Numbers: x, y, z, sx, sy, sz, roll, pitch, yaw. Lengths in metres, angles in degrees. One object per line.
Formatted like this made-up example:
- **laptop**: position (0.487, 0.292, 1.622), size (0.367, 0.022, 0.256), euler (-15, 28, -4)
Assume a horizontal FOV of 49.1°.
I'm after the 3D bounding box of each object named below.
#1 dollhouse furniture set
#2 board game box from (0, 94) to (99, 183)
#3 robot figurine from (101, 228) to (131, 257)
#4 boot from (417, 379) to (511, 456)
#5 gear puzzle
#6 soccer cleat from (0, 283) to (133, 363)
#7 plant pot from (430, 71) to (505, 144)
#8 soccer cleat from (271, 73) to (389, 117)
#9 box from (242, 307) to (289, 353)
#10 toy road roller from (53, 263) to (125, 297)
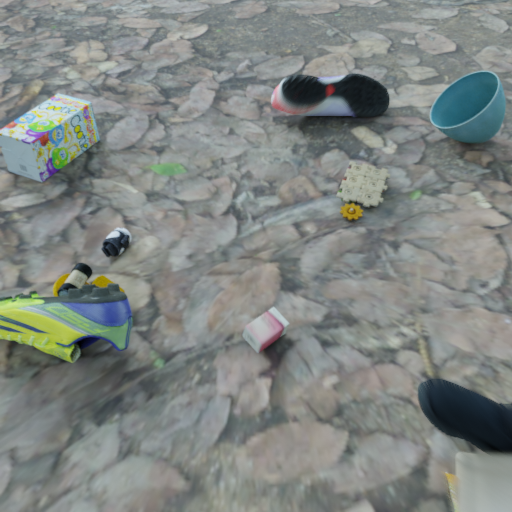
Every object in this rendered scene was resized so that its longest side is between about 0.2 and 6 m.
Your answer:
- **dollhouse furniture set**: position (3.980, 3.336, 6.685), size (3.166, 1.222, 1.582), euler (-6, 46, 23)
- **board game box**: position (-4.750, -2.765, 12.948), size (1.063, 1.044, 2.026), euler (18, 45, 19)
- **robot figurine**: position (-2.665, -0.259, 10.672), size (0.486, 0.403, 0.646), euler (22, 46, 12)
- **boot**: position (3.158, 1.858, 7.000), size (1.792, 1.505, 0.684), euler (34, 42, -16)
- **gear puzzle**: position (2.252, -1.328, 12.009), size (0.977, 0.247, 1.886), euler (15, 47, 13)
- **soccer cleat**: position (-3.298, 1.135, 8.773), size (2.863, 1.198, 0.926), euler (-6, 4, 14)
- **plant pot**: position (5.210, -3.359, 13.355), size (1.699, 1.144, 1.699), euler (-33, 36, 28)
- **soccer cleat**: position (1.922, -4.090, 14.500), size (3.126, 1.066, 1.144), euler (-3, 3, -17)
- **box**: position (0.154, 1.197, 9.060), size (0.631, 0.344, 0.404), euler (-32, 66, -30)
- **toy road roller**: position (-2.889, 0.737, 9.506), size (1.132, 0.827, 0.696), euler (36, 41, -16)
